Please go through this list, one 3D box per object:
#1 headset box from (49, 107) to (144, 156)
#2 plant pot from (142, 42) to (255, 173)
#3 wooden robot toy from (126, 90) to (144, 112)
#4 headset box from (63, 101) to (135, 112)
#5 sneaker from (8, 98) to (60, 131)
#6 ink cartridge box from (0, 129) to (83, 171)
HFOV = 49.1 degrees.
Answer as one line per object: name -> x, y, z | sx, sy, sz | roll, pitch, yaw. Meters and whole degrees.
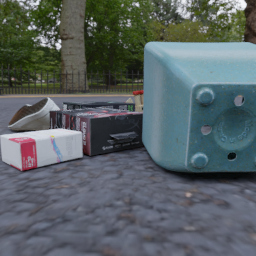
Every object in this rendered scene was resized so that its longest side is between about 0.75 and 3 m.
headset box -> -0.742, 0.004, 7.386 | 1.800, 0.908, 2.422 | -7, 11, -39
plant pot -> 1.613, -0.337, 5.378 | 2.450, 2.457, 2.503 | 0, 19, -2
wooden robot toy -> 0.432, -1.190, 14.429 | 1.359, 1.319, 2.994 | -10, 2, 41
headset box -> -0.984, -0.428, 9.887 | 2.155, 1.000, 1.876 | -5, 9, -30
sneaker -> -3.106, -0.175, 9.536 | 2.734, 0.995, 1.157 | -7, -41, 44
ink cartridge box -> -1.796, 0.398, 5.894 | 1.387, 0.594, 1.024 | -7, 10, -43
